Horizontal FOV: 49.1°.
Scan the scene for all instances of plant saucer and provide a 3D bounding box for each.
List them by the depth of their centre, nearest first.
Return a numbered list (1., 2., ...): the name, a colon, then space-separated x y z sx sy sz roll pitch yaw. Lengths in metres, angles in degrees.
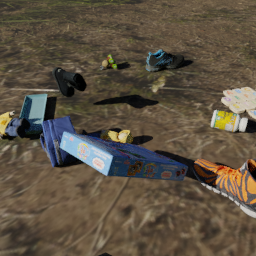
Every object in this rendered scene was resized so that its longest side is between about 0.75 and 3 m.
1. plant saucer: -4.035 -0.630 11.939 1.004 0.273 2.873 -5 37 -7

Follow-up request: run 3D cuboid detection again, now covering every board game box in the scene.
1. board game box: -0.067 0.812 7.857 2.935 0.537 2.220 12 5 -43

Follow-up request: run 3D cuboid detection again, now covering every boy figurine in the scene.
1. boy figurine: -0.748 0.428 10.207 1.854 0.597 1.153 -1 33 3
2. boy figurine: -4.800 -0.164 10.826 2.047 0.660 1.273 11 59 19

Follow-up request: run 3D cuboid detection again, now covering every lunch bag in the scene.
1. lunch bag: -2.410 0.412 9.695 1.154 1.185 1.744 -13 38 -17

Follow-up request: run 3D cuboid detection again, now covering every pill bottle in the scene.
1. pill bottle: 3.973 -0.246 11.010 1.265 0.713 0.713 14 38 19

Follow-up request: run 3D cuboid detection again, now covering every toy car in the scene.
1. toy car: -1.164 -3.581 15.862 0.933 0.736 0.767 -29 32 9

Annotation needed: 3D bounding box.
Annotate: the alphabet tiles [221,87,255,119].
1. alphabet tiles: 5.689 -1.231 12.821 2.554 0.186 2.498 -11 37 -14

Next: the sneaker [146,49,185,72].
1. sneaker: 2.176 -3.892 15.777 2.493 1.021 0.913 -18 39 -24

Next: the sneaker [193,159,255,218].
1. sneaker: 3.120 1.326 8.208 1.006 1.453 2.594 -30 45 -34

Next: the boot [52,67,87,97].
1. boot: -2.218 -1.671 11.244 1.347 1.603 0.612 25 62 30
